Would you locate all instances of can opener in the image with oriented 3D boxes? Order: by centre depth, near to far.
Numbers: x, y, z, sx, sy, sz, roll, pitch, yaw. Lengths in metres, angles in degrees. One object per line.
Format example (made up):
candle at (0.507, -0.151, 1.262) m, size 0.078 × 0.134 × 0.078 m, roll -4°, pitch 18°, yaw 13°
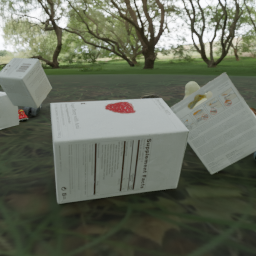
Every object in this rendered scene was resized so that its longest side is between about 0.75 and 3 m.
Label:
can opener at (-5.123, -1.236, 15.095) m, size 0.740 × 0.934 × 2.810 m, roll 2°, pitch 16°, yaw -11°

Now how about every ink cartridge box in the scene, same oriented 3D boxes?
ink cartridge box at (2.210, -0.090, 6.911) m, size 1.667 × 2.072 × 0.519 m, roll -34°, pitch 7°, yaw 21°

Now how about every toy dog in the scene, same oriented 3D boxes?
toy dog at (2.955, -0.109, 9.224) m, size 1.876 × 2.607 × 2.689 m, roll -49°, pitch 29°, yaw -9°

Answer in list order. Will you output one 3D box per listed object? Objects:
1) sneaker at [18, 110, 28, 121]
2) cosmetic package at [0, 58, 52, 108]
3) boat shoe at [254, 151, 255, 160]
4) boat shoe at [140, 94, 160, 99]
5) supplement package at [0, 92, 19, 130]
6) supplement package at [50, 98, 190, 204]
sneaker at (-5.105, -0.629, 13.378) m, size 0.448 × 0.494 × 1.163 m, roll -10°, pitch 17°, yaw -35°
cosmetic package at (-3.939, -1.726, 10.764) m, size 1.219 × 1.466 × 1.226 m, roll 7°, pitch 49°, yaw 19°
boat shoe at (4.308, 0.694, 7.380) m, size 1.911 × 0.696 × 0.590 m, roll -1°, pitch 31°, yaw 40°
boat shoe at (1.511, -2.057, 19.064) m, size 1.363 × 0.508 × 0.500 m, roll 1°, pitch 14°, yaw -1°
supplement package at (-6.167, -0.807, 12.119) m, size 2.403 × 1.457 × 1.439 m, roll 7°, pitch 16°, yaw 24°
supplement package at (-0.294, 0.400, 6.264) m, size 2.678 × 1.604 × 1.624 m, roll -4°, pitch 32°, yaw -16°
